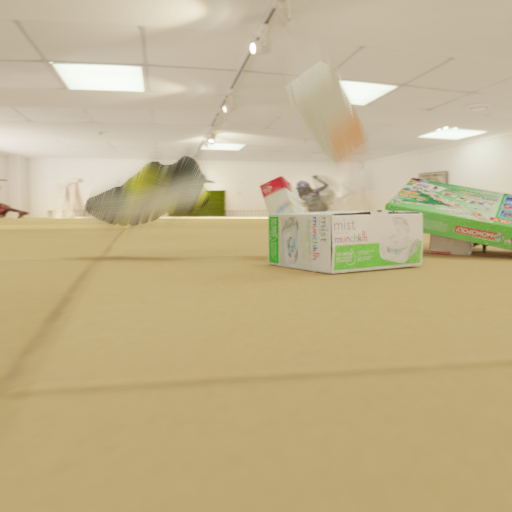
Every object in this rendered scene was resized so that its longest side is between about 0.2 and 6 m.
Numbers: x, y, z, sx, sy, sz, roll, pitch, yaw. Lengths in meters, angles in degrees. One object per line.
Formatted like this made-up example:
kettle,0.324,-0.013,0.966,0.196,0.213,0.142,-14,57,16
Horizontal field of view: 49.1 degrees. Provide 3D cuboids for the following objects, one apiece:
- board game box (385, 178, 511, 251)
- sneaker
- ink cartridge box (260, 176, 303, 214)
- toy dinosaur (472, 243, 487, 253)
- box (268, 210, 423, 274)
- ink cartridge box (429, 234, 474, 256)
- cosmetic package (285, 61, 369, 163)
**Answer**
board game box,4.530,-0.840,11.336,3.373,0.491,2.270,14,27,24
sneaker,-2.070,-1.228,10.609,2.389,1.011,0.890,-9,-16,5
ink cartridge box,0.577,-0.775,10.520,0.512,1.196,0.882,-20,-19,17
toy dinosaur,4.663,-0.471,12.723,1.134,0.853,2.217,-4,38,7
box,1.429,-0.291,9.108,1.918,0.927,1.693,-3,6,-33
ink cartridge box,4.108,-0.425,11.655,0.807,0.470,1.108,5,21,25
cosmetic package,1.037,-2.059,8.074,0.642,1.266,0.451,-37,29,3
